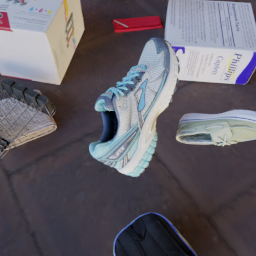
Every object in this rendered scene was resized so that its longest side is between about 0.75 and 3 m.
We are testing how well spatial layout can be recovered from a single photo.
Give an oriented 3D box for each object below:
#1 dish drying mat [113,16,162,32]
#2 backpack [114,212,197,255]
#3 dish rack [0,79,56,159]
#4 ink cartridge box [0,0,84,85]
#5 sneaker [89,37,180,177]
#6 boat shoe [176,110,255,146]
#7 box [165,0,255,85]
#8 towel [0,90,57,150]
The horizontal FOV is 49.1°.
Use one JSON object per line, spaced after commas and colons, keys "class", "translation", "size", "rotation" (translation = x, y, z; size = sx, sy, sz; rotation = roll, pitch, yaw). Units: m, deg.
{"class": "dish drying mat", "translation": [0.365, -4.057, 10.870], "size": [1.841, 0.168, 0.707], "rotation": [-7, 55, -5]}
{"class": "backpack", "translation": [0.507, 2.659, 5.703], "size": [1.477, 1.186, 1.614], "rotation": [-33, 70, -12]}
{"class": "dish rack", "translation": [-3.340, -0.241, 7.567], "size": [1.803, 0.641, 2.351], "rotation": [24, 60, 14]}
{"class": "ink cartridge box", "translation": [-2.935, -3.311, 9.196], "size": [2.126, 2.116, 2.926], "rotation": [9, 57, 6]}
{"class": "sneaker", "translation": [0.072, -0.427, 4.108], "size": [0.934, 0.840, 2.163], "rotation": [20, 78, -24]}
{"class": "boat shoe", "translation": [1.437, 0.064, 4.307], "size": [1.505, 0.542, 0.467], "rotation": [-1, 54, 44]}
{"class": "box", "translation": [2.626, -2.890, 9.294], "size": [2.797, 1.468, 2.572], "rotation": [5, 56, 4]}
{"class": "towel", "translation": [-3.504, -0.171, 8.106], "size": [2.487, 0.429, 1.648], "rotation": [-23, 60, -15]}
